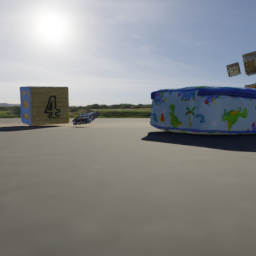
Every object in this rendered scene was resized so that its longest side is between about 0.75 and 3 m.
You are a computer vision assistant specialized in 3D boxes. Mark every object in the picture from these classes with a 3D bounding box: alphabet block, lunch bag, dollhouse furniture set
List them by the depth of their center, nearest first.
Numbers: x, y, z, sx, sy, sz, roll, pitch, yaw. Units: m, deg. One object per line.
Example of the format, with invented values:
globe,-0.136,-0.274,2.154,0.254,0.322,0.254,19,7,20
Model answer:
lunch bag,1.856,-0.404,6.546,2.051,1.052,2.551,1,3,-27
dollhouse furniture set,3.040,-1.285,8.665,1.969,1.742,1.095,-11,23,22
alphabet block,-3.272,-0.899,10.965,1.504,1.477,1.469,-5,11,-35

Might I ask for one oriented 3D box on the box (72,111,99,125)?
box,-1.555,-0.366,10.340,0.679,0.214,0.861,-6,19,21
